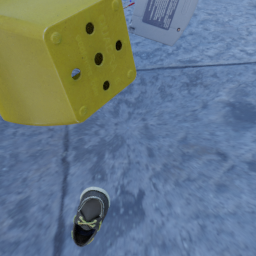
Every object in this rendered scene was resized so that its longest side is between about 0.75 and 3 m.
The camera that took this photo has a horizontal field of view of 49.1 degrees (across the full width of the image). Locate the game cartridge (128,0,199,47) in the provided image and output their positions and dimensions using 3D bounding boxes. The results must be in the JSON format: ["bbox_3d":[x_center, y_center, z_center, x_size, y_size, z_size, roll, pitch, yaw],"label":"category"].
[{"bbox_3d":[1.114,-3.647,7.756,1.647,2.474,0.506,18,25,-3],"label":"game cartridge"}]

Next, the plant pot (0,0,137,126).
[{"bbox_3d":[-1.184,-1.318,4.816,2.006,2.274,2.274,21,50,37],"label":"plant pot"}]

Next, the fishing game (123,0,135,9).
[{"bbox_3d":[0.082,-4.698,9.016,0.277,1.781,1.275,6,0,-34],"label":"fishing game"}]

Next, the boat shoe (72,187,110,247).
[{"bbox_3d":[-0.522,1.238,3.814,0.416,1.166,0.351,17,42,-2],"label":"boat shoe"}]
